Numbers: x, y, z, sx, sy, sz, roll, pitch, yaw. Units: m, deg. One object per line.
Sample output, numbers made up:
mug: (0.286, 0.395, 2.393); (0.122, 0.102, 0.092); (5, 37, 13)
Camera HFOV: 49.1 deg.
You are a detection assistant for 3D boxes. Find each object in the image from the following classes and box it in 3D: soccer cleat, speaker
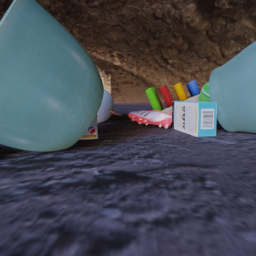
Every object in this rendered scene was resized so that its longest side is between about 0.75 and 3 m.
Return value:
soccer cleat: (0.683, -0.358, 8.502); (1.319, 0.504, 0.440); (13, -19, 3)
speaker: (2.727, -0.832, 9.773); (0.669, 1.512, 0.669); (4, 46, -4)

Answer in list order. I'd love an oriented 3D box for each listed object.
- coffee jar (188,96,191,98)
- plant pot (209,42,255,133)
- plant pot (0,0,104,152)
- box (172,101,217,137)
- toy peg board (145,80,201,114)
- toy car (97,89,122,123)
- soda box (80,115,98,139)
coffee jar: (3.785, -1.059, 13.762); (1.336, 1.093, 2.561); (-3, 7, -15)
plant pot: (3.636, -1.006, 7.075); (2.625, 2.793, 2.793); (-15, -5, 42)
plant pot: (-1.610, -0.705, 4.857); (1.948, 2.427, 2.427); (32, -12, -30)
box: (1.783, -0.311, 7.862); (0.520, 0.871, 2.117); (-1, 7, -8)
toy peg board: (1.974, -1.433, 12.009); (2.594, 1.274, 2.605); (-24, 2, 11)
toy car: (-1.602, -1.062, 10.778); (2.896, 2.669, 2.561); (28, -3, -19)
soda box: (-1.229, -0.115, 7.358); (0.627, 0.586, 1.840); (-2, 6, -15)
